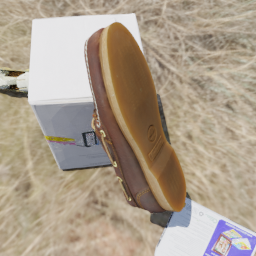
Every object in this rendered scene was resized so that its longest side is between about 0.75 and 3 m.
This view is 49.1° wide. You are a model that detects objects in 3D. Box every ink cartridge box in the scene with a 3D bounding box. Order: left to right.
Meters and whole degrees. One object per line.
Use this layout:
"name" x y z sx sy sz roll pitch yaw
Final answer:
"ink cartridge box" -0.744 -0.631 5.941 1.992 2.755 2.028 -6 61 -6
"ink cartridge box" 1.433 2.433 5.457 1.649 0.361 1.665 26 86 11

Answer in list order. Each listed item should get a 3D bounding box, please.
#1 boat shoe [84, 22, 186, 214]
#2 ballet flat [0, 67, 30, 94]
"boat shoe" -0.038 0.054 3.999 1.006 2.862 1.007 -5 24 35
"ballet flat" -2.852 -1.226 7.338 2.040 0.721 0.721 9 61 17
